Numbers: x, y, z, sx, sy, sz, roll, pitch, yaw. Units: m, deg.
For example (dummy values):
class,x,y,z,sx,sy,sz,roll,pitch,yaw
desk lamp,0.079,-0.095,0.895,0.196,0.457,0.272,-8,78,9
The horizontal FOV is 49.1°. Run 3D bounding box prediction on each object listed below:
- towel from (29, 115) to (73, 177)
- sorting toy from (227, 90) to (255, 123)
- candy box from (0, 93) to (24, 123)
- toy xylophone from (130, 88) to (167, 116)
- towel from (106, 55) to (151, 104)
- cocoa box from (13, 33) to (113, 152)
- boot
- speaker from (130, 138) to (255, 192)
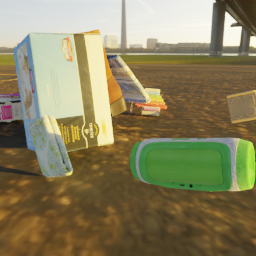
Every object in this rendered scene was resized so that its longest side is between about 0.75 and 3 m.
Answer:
class,x,y,z,sx,sy,sz,roll,pitch,yaw
towel,-1.216,0.300,4.281,0.227,0.944,0.808,-21,3,-35
sorting toy,3.221,-0.593,7.825,0.764,0.825,0.151,-11,12,23
candy box,-3.911,-0.593,8.371,2.121,0.647,1.446,-11,20,-34
toy xylophone,0.628,-0.844,9.293,1.147,0.393,1.566,1,31,-4
towel,-0.323,-1.401,8.395,1.480,0.240,2.016,9,-27,39
cocoa box,-1.313,-0.656,5.574,1.395,2.126,1.418,-10,7,-32
boot,-1.216,-1.179,6.951,2.186,2.322,0.795,-26,12,-25
speaker,0.707,0.398,3.212,1.325,0.586,0.586,-2,12,32
